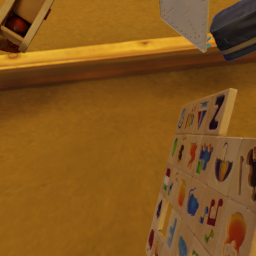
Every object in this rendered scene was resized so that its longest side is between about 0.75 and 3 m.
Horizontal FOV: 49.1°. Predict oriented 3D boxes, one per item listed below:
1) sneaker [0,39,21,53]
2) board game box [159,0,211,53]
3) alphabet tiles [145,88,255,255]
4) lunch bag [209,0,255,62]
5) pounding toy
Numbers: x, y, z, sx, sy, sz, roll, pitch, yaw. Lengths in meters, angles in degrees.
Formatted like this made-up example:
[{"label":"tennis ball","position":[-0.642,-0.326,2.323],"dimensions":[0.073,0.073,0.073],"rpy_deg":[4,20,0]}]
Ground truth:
[{"label":"sneaker","position":[-3.303,-2.606,7.299],"dimensions":[0.781,2.139,0.825],"rpy_deg":[0,77,0]},{"label":"board game box","position":[1.371,-3.118,6.842],"dimensions":[0.255,1.971,1.971],"rpy_deg":[-32,56,-8]},{"label":"alphabet tiles","position":[0.675,0.762,3.033],"dimensions":[0.106,2.803,2.343],"rpy_deg":[15,88,-3]},{"label":"lunch bag","position":[3.254,-2.668,7.378],"dimensions":[1.855,1.228,1.260],"rpy_deg":[-17,34,42]},{"label":"pounding toy","position":[-2.396,-2.597,5.732],"dimensions":[1.492,2.600,1.487],"rpy_deg":[29,26,-23]}]
